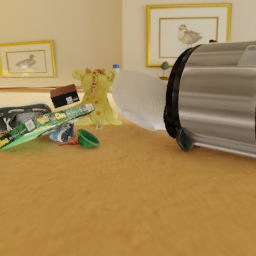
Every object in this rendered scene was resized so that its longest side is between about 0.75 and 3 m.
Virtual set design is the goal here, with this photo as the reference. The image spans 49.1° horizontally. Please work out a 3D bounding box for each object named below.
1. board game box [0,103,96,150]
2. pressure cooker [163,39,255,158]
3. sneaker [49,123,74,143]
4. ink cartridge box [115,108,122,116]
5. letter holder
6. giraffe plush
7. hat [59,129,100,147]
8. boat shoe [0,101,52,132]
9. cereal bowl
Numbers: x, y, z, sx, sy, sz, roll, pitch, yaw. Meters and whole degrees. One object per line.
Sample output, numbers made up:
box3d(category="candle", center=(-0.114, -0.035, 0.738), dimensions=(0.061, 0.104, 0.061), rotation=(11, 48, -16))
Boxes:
box3d(category="board game box", center=(-2.109, -0.106, 7.643), dimensions=(1.448, 0.324, 2.764), rotation=(-24, 2, 24))
box3d(category="pressure cooker", center=(2.312, -0.762, 6.610), dimensions=(2.958, 2.642, 2.601), rotation=(11, 19, 42))
box3d(category="sneaker", center=(-1.844, 0.094, 7.987), dimensions=(0.449, 0.442, 1.167), rotation=(4, 10, 6))
box3d(category="ink cartridge box", center=(0.140, -0.963, 12.635), dimensions=(1.292, 0.324, 1.048), rotation=(-20, 3, 22))
box3d(category="letter holder", center=(-3.071, -1.574, 13.595), dimensions=(1.270, 0.639, 0.903), rotation=(-18, 36, -7))
box3d(category="giraffe plush", center=(-1.248, -1.183, 10.356), dimensions=(2.179, 2.048, 2.525), rotation=(-4, 12, -22))
box3d(category="hat", center=(-1.190, 0.450, 7.140), dimensions=(0.762, 0.670, 0.631), rotation=(41, 13, 25))
box3d(category="boat shoe", center=(-3.462, -0.285, 8.678), dimensions=(2.189, 0.828, 0.660), rotation=(-20, 39, -16))
box3d(category="cereal bowl", center=(0.563, -0.676, 8.864), dimensions=(2.598, 1.082, 2.598), rotation=(28, -10, 5))
